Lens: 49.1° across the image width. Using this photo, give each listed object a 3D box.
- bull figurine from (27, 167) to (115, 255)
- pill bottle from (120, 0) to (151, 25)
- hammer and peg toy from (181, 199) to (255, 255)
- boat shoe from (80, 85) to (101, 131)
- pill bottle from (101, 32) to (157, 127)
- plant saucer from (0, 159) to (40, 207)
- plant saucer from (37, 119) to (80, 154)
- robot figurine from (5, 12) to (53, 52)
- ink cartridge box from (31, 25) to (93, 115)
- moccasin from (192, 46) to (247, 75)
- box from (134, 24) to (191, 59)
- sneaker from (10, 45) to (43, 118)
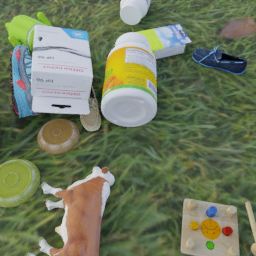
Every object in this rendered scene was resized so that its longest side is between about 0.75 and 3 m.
[{"bbox_3d":[-1.232,2.055,6.631,1.676,0.899,2.761,0,53,4],"label":"bull figurine"},{"bbox_3d":[0.323,-5.131,11.429,1.141,1.141,1.908,13,56,9],"label":"pill bottle"},{"bbox_3d":[2.190,2.384,6.548,1.837,0.648,1.351,8,54,5],"label":"hammer and peg toy"},{"bbox_3d":[-1.214,-0.693,8.703,0.628,0.566,1.742,-7,55,-6],"label":"boat shoe"},{"bbox_3d":[0.083,-1.608,8.720,1.592,1.592,2.866,2,55,1],"label":"pill bottle"},{"bbox_3d":[-3.081,1.402,7.480,1.399,0.217,1.399,0,55,-1],"label":"plant saucer"},{"bbox_3d":[-2.085,0.173,8.321,1.269,0.225,1.269,0,56,0],"label":"plant saucer"},{"bbox_3d":[-3.521,-3.393,10.232,1.933,1.118,1.696,28,62,20],"label":"robot figurine"},{"bbox_3d":[-1.976,-1.794,8.369,1.682,0.984,2.899,1,50,-17],"label":"ink cartridge box"},{"bbox_3d":[3.268,-2.530,9.926,1.898,0.647,0.764,17,57,11],"label":"moccasin"},{"bbox_3d":[1.179,-3.205,10.490,2.022,0.482,1.233,-14,57,-10],"label":"box"},{"bbox_3d":[-3.096,-1.521,9.163,1.377,1.144,2.884,-3,58,-22],"label":"sneaker"}]
